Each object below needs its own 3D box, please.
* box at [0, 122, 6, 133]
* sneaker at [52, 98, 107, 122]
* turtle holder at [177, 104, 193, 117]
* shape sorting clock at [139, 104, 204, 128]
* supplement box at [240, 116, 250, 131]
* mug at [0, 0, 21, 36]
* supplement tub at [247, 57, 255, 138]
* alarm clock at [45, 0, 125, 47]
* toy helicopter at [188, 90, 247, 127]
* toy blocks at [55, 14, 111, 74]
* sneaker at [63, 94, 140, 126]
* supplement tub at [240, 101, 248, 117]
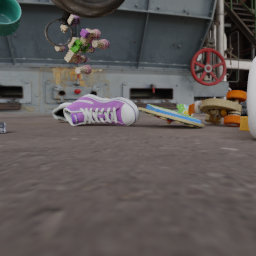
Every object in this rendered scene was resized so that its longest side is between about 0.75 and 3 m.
[{"bbox_3d":[-3.565,-0.001,6.529,0.857,0.270,1.086,3,5,41],"label":"box"},{"bbox_3d":[-1.884,-0.635,12.143,2.871,1.087,1.320,-7,10,10],"label":"sneaker"},{"bbox_3d":[2.627,-0.698,13.101,0.797,0.853,1.123,14,-5,10],"label":"turtle holder"},{"bbox_3d":[1.362,-0.326,8.938,2.136,0.419,2.136,15,9,-2],"label":"shape sorting clock"},{"bbox_3d":[3.429,-0.097,7.072,0.403,0.417,1.212,1,0,-27],"label":"supplement box"},{"bbox_3d":[-4.664,-4.021,9.930,1.598,1.313,0.988,29,-29,-15],"label":"mug"},{"bbox_3d":[3.312,-0.521,4.574,2.372,1.565,1.565,1,4,32],"label":"supplement tub"},{"bbox_3d":[-0.878,-2.787,5.308,1.800,2.669,0.889,18,19,-31],"label":"alarm clock"},{"bbox_3d":[3.078,-0.540,10.129,1.822,1.087,2.755,7,-9,11],"label":"toy helicopter"},{"bbox_3d":[-1.237,-2.393,8.086,1.214,1.299,1.094,-49,-10,29],"label":"toy blocks"},{"bbox_3d":[-1.051,-0.400,9.654,2.780,1.008,1.585,9,28,36],"label":"sneaker"},{"bbox_3d":[4.996,-0.593,10.611,0.945,0.945,1.542,-2,5,-24],"label":"supplement tub"}]
